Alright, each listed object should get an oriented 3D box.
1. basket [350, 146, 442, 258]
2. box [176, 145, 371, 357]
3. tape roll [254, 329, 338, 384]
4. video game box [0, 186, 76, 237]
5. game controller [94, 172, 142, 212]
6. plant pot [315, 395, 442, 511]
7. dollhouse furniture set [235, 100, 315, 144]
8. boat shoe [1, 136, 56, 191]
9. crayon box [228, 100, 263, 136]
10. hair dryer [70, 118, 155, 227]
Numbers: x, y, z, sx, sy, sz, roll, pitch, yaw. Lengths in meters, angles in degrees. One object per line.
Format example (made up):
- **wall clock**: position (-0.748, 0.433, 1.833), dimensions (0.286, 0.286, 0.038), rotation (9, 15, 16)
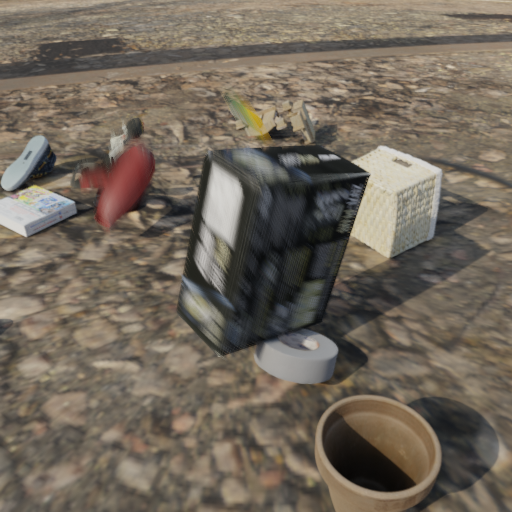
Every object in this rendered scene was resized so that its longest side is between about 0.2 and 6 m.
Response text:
- **basket**: position (2.713, -1.117, 11.644), dimensions (1.366, 1.699, 1.684), rotation (-26, 40, -25)
- **box**: position (0.203, -0.143, 7.885), dimensions (2.110, 2.577, 1.110), rotation (-12, 37, -39)
- **tape roll**: position (0.594, 1.457, 8.395), dimensions (1.209, 0.399, 1.209), rotation (10, 14, -2)
- **video game box**: position (-5.100, -1.042, 12.687), dimensions (1.495, 0.350, 1.362), rotation (22, 41, 30)
- **game controller**: position (-3.305, -1.605, 13.621), dimensions (1.033, 0.417, 1.979), rotation (10, 32, -12)
- **plant pot**: position (1.328, 2.506, 6.398), dimensions (1.374, 1.198, 1.374), rotation (0, 32, 0)
- **dollhouse furniture set**: position (0.496, -3.604, 16.661), dimensions (2.296, 1.121, 1.958), rotation (-17, 28, 18)
- **boat shoe**: position (-5.720, -2.185, 14.298), dimensions (0.612, 0.785, 1.730), rotation (15, 63, 22)
- **crayon box**: position (-0.138, -2.525, 10.257), dimensions (0.727, 0.188, 0.457), rotation (36, 3, 4)
- **hair dryer**: position (-3.083, -1.610, 12.130), dimensions (2.199, 0.784, 2.888), rotation (-38, 36, 17)
